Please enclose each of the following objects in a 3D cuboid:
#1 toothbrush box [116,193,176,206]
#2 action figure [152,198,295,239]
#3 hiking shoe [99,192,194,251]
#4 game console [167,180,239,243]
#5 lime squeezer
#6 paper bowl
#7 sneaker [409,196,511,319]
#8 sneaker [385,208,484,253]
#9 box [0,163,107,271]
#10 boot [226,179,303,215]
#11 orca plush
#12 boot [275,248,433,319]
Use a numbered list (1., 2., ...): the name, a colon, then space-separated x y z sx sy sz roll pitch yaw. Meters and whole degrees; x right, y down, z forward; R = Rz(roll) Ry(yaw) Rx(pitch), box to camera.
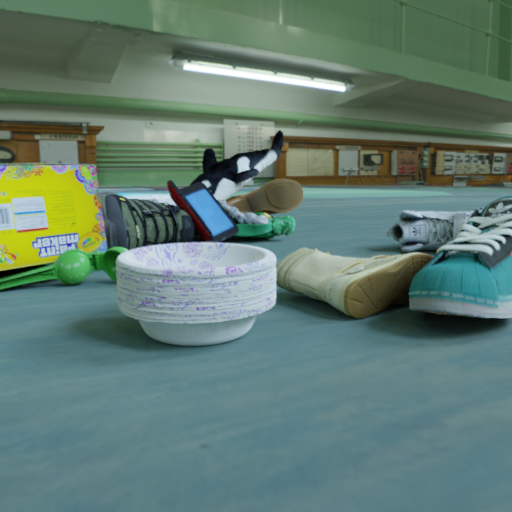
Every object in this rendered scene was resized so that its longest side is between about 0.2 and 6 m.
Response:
1. toothbrush box: -3.263 -1.186 15.235 2.256 0.962 1.652 2 11 17
2. action figure: -0.754 -0.827 13.242 3.379 0.924 1.996 6 -4 8
3. hiking shoe: -2.109 -0.641 10.877 1.726 1.298 3.428 -4 8 -1
4. game console: -1.100 -1.039 11.977 0.893 1.505 1.297 -36 -10 -11
5. lime squeezer: -2.396 0.313 8.071 3.043 0.574 1.075 0 42 -2
6. paper bowl: -0.613 0.388 5.897 1.658 0.862 1.658 0 9 0
7. sneaker: 2.837 -0.051 6.813 1.196 1.339 3.352 1 6 42
8. sneaker: 3.735 -0.456 11.076 1.436 0.939 2.499 -4 5 -22
9. box: -4.065 -0.521 8.621 2.341 1.483 2.430 -3 6 38
10. boot: -0.095 -1.443 16.277 2.601 0.997 2.019 -28 10 -24
11. orca plush: -0.773 -2.683 16.257 4.189 1.489 2.204 -40 9 -26
12. boot: 1.305 0.242 7.346 1.890 0.688 1.469 -15 19 -39
